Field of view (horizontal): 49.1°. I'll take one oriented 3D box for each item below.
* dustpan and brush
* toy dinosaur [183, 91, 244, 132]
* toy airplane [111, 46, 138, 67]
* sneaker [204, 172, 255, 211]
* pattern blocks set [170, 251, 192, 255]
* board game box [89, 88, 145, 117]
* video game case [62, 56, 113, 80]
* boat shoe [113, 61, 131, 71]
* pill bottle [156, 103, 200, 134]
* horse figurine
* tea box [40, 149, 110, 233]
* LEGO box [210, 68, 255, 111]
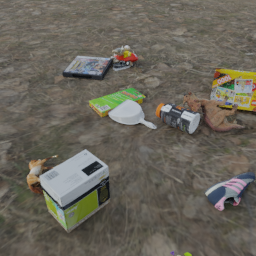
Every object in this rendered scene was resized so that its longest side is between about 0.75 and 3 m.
[{"bbox_3d":[0.335,-0.441,11.247,1.920,0.549,1.340,20,45,37],"label":"dustpan and brush"},{"bbox_3d":[3.266,-0.473,10.879,1.615,1.023,2.382,-26,58,-16],"label":"toy dinosaur"},{"bbox_3d":[-0.215,-4.124,15.778,1.493,1.058,1.500,14,10,-11],"label":"toy airplane"},{"bbox_3d":[3.056,1.822,8.013,1.756,0.616,0.720,-17,57,-19],"label":"sneaker"},{"bbox_3d":[1.262,3.151,6.458,0.754,0.061,0.662,30,45,35],"label":"pattern blocks set"},{"bbox_3d":[-0.438,-1.184,12.359,2.297,0.344,1.097,-23,42,-25],"label":"board game box"},{"bbox_3d":[-2.150,-3.353,15.422,2.162,0.305,2.393,7,36,9],"label":"video game case"},{"bbox_3d":[-0.306,-3.546,15.604,1.208,0.409,0.433,-22,41,-27],"label":"boat shoe"},{"bbox_3d":[1.878,-0.441,10.840,1.599,0.850,0.850,25,42,31],"label":"pill bottle"},{"bbox_3d":[-2.686,1.410,8.590,1.049,0.395,1.583,-11,41,4],"label":"horse figurine"},{"bbox_3d":[-1.333,1.636,7.387,1.477,1.453,0.987,-30,45,-35],"label":"tea box"},{"bbox_3d":[4.579,-1.624,11.846,1.988,1.480,0.767,9,27,16],"label":"LEGO box"}]
